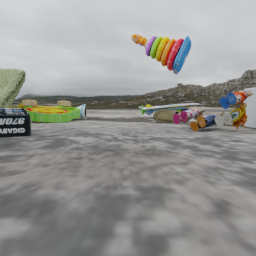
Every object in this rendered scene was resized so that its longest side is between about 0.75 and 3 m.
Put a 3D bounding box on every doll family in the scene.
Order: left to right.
[{"bbox_3d":[1.996,-0.230,6.336,1.851,0.834,1.149,-19,-2,41],"label":"doll family"}]

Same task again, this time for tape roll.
[{"bbox_3d":[4.433,-0.509,6.983,2.903,1.015,2.903,0,4,0],"label":"tape roll"}]

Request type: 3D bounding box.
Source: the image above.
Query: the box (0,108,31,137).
[{"bbox_3d":[-2.879,-0.123,5.405,1.820,0.419,1.446,-3,9,-24],"label":"box"}]

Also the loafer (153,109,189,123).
[{"bbox_3d":[1.429,-0.392,9.135,1.210,0.460,0.408,0,-1,7],"label":"loafer"}]

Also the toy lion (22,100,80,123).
[{"bbox_3d":[-2.715,-0.538,10.162,2.266,0.778,2.172,-3,13,-40],"label":"toy lion"}]

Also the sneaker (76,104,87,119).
[{"bbox_3d":[-2.171,-0.694,12.194,0.733,0.634,1.693,-6,5,-6],"label":"sneaker"}]

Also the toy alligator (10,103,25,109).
[{"bbox_3d":[-4.644,-0.541,11.021,2.126,0.511,0.705,-7,-23,2],"label":"toy alligator"}]

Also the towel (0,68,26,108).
[{"bbox_3d":[-3.878,-0.842,7.194,1.976,0.486,2.663,2,39,2],"label":"towel"}]

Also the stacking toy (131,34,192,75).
[{"bbox_3d":[0.803,-2.168,7.559,1.614,0.886,0.936,25,-3,11],"label":"stacking toy"}]

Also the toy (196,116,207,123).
[{"bbox_3d":[2.167,-0.208,7.936,0.688,0.282,1.196,-3,3,2],"label":"toy"}]

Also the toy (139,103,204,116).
[{"bbox_3d":[1.965,-0.777,12.805,2.789,0.658,1.606,-1,7,-5],"label":"toy"}]
